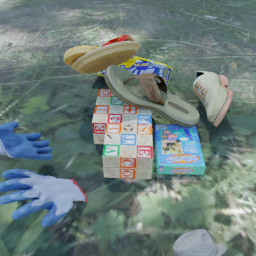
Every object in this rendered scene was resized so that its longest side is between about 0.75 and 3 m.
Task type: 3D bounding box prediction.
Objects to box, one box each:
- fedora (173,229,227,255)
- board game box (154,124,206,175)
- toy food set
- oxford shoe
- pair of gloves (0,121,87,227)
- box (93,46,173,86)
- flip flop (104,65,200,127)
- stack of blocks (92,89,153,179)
[{"bbox_3d":[1.218,2.163,5.086,1.009,0.892,0.455,-22,84,-17],"label":"fedora"},{"bbox_3d":[1.302,0.524,7.366,1.169,0.346,1.537,1,42,1],"label":"board game box"},{"bbox_3d":[-0.686,-2.089,8.036,2.094,0.509,2.073,-19,1,8],"label":"toy food set"},{"bbox_3d":[2.370,-0.945,8.298,1.036,0.993,2.806,23,29,0],"label":"oxford shoe"},{"bbox_3d":[-2.025,0.805,5.759,0.305,2.154,2.679,-46,69,12],"label":"pair of gloves"},{"bbox_3d":[0.064,-1.978,9.543,2.691,0.943,0.865,20,11,21],"label":"box"},{"bbox_3d":[0.743,-0.962,7.449,2.889,0.832,1.171,26,43,-8],"label":"flip flop"},{"bbox_3d":[-0.152,0.042,7.549,1.554,0.790,2.698,1,42,1],"label":"stack of blocks"}]
